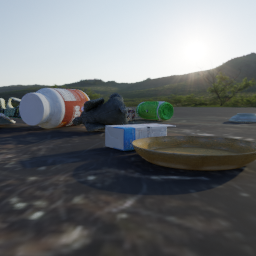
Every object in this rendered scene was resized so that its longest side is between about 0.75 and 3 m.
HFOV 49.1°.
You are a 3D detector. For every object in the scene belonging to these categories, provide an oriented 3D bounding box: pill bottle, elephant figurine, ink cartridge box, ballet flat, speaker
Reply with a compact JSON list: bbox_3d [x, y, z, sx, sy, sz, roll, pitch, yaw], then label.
[{"bbox_3d":[-2.550,-0.709,10.057,1.410,1.410,2.514,3,7,26],"label":"pill bottle"},{"bbox_3d":[-0.952,-0.352,8.839,1.795,1.393,1.270,-11,49,-5],"label":"elephant figurine"},{"bbox_3d":[0.275,0.160,5.783,1.309,0.444,0.759,-3,6,-32],"label":"ink cartridge box"},{"bbox_3d":[-4.683,-0.767,10.845,2.463,0.914,0.914,2,6,8],"label":"ballet flat"},{"bbox_3d":[1.305,-0.864,14.063,0.955,0.955,2.159,-3,6,-30],"label":"speaker"}]

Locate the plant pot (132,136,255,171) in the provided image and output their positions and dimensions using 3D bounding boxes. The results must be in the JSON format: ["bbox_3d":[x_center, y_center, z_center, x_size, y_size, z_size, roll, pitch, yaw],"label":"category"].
[{"bbox_3d":[1.082,0.368,4.533,2.038,0.280,2.038,0,5,0],"label":"plant pot"}]

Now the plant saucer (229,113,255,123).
[{"bbox_3d":[5.454,-0.474,12.912,1.528,0.383,1.528,0,6,0],"label":"plant saucer"}]

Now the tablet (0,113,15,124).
[{"bbox_3d":[-5.183,-0.339,10.228,1.649,0.173,2.534,-1,-4,-13],"label":"tablet"}]

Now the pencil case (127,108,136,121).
[{"bbox_3d":[0.063,-0.710,13.980,0.560,0.644,1.439,-7,5,-2],"label":"pencil case"}]
